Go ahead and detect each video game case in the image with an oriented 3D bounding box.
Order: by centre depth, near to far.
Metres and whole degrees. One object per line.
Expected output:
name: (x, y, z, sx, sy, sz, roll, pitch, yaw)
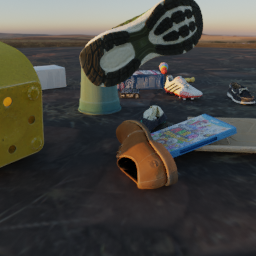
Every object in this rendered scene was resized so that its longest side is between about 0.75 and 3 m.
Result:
video game case: (1.437, 0.194, 7.115, 2.050, 0.182, 1.467, -19, 19, -10)

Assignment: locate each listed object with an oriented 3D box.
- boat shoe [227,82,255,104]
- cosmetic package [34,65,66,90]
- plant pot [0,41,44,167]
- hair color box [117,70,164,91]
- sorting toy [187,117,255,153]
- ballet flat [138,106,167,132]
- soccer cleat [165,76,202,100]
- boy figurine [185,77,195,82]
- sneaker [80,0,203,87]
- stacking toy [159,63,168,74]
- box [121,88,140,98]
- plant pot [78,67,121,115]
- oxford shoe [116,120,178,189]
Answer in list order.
boat shoe: (4.881, -1.516, 12.080, 0.758, 0.619, 2.051, 1, 20, 2)
cosmetic package: (-4.621, -2.567, 14.314, 2.536, 1.076, 1.365, -15, 26, -34)
plant pot: (-3.449, -0.419, 6.169, 2.865, 2.782, 2.801, 19, 27, 31)
hair color box: (0.352, -2.474, 14.450, 2.716, 0.822, 1.358, -4, 20, -11)
sorting toy: (3.170, 0.236, 7.530, 2.963, 0.436, 2.190, 2, 22, 6)
ballet flat: (0.797, -0.349, 8.827, 0.683, 0.683, 1.871, 10, 22, 25)
soccer cleat: (2.441, -1.839, 12.556, 0.731, 0.907, 2.130, -12, 23, -30)
boy figurine: (3.368, -2.787, 16.122, 0.909, 0.293, 0.565, 3, 17, 14)
sneaker: (0.172, -1.501, 4.623, 2.361, 0.908, 1.046, -27, 27, -17)
stacking toy: (2.477, -4.065, 19.389, 0.629, 0.629, 1.473, 2, 27, 6)
box: (0.126, -1.626, 12.949, 0.871, 0.237, 1.087, 1, 20, 2)
plant pot: (-1.094, -1.511, 10.583, 1.675, 1.641, 1.675, 0, 21, 0)
oxford shoe: (0.094, 0.482, 6.229, 0.922, 0.922, 2.586, -15, 23, -14)
